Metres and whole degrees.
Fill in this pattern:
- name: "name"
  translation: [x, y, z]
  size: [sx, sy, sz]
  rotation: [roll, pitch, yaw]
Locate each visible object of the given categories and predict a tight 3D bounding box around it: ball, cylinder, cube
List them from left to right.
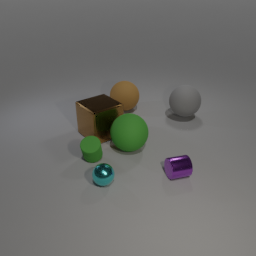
- name: "cylinder"
  translation: [-1.263, 0.741, 9.729]
  size: [0.700, 0.700, 0.700]
  rotation: [-1, 54, 2]
- name: "cube"
  translation: [-1.123, -0.381, 11.258]
  size: [1.400, 1.400, 1.400]
  rotation: [-21, 35, -32]
- name: "ball"
  translation: [-0.764, 1.444, 8.702]
  size: [0.700, 0.700, 0.700]
  rotation: [0, 29, 0]
- name: "ball"
  translation: [-0.161, -1.520, 13.230]
  size: [1.400, 1.400, 1.400]
  rotation: [0, 29, 0]
- name: "ball"
  translation: [0.052, 0.164, 10.273]
  size: [1.400, 1.400, 1.400]
  rotation: [0, 29, 0]
- name: "cylinder"
  translation: [1.619, 1.257, 9.035]
  size: [0.700, 0.700, 0.700]
  rotation: [-7, 30, -14]
- name: "ball"
  translation: [2.522, -1.197, 12.397]
  size: [1.400, 1.400, 1.400]
  rotation: [0, 29, 0]
